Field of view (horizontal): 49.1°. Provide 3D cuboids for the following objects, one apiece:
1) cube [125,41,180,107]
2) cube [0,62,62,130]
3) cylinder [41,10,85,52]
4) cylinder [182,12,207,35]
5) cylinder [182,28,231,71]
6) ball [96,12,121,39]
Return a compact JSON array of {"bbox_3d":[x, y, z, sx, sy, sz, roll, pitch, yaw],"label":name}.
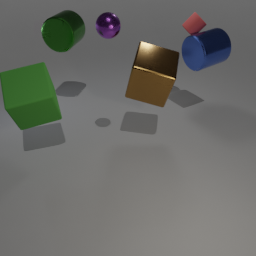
[{"bbox_3d":[0.808,-1.789,9.444,1.400,1.400,1.400,15,52,-1],"label":"cube"},{"bbox_3d":[-3.061,-0.994,8.946,1.400,1.400,1.400,-16,64,-8],"label":"cube"},{"bbox_3d":[-2.664,-4.060,11.711,1.400,1.400,1.400,6,34,10],"label":"cylinder"},{"bbox_3d":[2.692,-4.193,11.377,0.700,0.700,0.700,37,26,-22],"label":"cylinder"},{"bbox_3d":[3.120,-3.146,11.225,1.400,1.400,1.400,-23,38,-22],"label":"cylinder"},{"bbox_3d":[-0.549,-2.837,7.769,0.700,0.700,0.700,0,32,0],"label":"ball"}]
